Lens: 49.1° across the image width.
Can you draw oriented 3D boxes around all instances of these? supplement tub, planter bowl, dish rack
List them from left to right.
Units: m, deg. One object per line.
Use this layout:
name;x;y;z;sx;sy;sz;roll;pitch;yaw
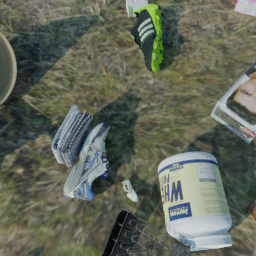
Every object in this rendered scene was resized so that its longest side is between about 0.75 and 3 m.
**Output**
planter bowl;-5.258;-1.937;8.615;1.955;2.906;2.906;18;61;40
dish rack;0.362;2.969;6.379;2.110;0.575;1.618;12;77;48
supplement tub;1.663;1.863;7.063;1.586;1.586;2.188;-5;62;-2

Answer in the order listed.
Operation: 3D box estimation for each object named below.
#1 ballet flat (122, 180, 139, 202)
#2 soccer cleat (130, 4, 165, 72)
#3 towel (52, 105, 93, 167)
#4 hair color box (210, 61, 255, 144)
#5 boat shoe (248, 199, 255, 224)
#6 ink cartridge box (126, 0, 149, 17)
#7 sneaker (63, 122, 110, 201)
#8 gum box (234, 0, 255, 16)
ballet flat;0.043;1.770;7.784;0.261;0.261;0.753;-21;50;-11
soccer cleat;0.687;-3.217;10.193;1.192;0.993;2.941;-8;64;22
towel;-1.536;0.280;8.092;0.647;1.252;1.511;22;66;8
hair color box;4.210;-1.102;8.996;1.483;0.908;2.997;40;70;18
boat shoe;4.028;2.568;7.202;0.710;0.693;1.877;-41;69;-19
ink cartridge box;0.389;-4.832;11.251;0.848;0.371;0.616;-10;64;-3
sneaker;-0.921;0.975;8.036;1.004;0.908;2.357;22;73;3
gum box;5.329;-5.096;11.214;1.994;0.659;1.132;18;65;9
